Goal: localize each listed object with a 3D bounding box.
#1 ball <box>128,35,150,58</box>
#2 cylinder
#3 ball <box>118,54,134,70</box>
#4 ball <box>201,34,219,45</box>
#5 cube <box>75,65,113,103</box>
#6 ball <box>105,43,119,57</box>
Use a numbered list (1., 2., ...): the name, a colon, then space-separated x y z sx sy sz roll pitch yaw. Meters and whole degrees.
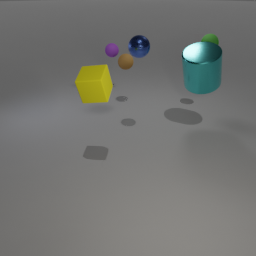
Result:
1. ball: 0.353 -2.568 8.841 0.700 0.700 0.700 0 28 0
2. cylinder: 2.735 -2.209 10.352 1.400 1.400 1.400 -8 46 9
3. ball: -0.101 -2.951 12.469 0.700 0.700 0.700 0 28 0
4. ball: 3.290 -3.428 11.274 0.700 0.700 0.700 0 28 0
5. cube: -0.853 -1.122 7.174 0.700 0.700 0.700 -2 44 13
6. ball: -0.819 -3.962 14.280 0.700 0.700 0.700 0 28 0
